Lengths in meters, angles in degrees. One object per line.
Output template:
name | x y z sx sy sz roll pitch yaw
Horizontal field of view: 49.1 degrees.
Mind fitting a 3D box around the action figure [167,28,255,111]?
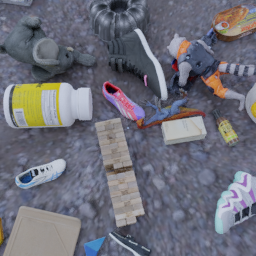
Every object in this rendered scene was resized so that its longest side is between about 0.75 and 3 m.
action figure | 2.554 -2.141 8.513 2.762 1.494 2.855 26 71 4

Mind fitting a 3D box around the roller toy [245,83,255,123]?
roller toy | 4.363 -0.850 8.092 1.767 1.235 1.612 5 67 2

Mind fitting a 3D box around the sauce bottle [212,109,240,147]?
sauce bottle | 2.834 -0.022 8.226 0.371 0.371 1.147 -22 69 -9

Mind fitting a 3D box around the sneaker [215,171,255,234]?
sneaker | 3.016 1.869 6.660 1.421 0.790 2.031 13 41 36

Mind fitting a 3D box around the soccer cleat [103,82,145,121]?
soccer cleat | -0.156 -0.795 8.407 1.586 0.607 0.529 40 75 17

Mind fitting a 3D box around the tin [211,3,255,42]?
tin | 3.825 -3.663 9.740 1.965 0.411 1.100 -23 65 -9

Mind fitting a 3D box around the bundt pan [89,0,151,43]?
bundt pan | -0.293 -4.009 9.632 2.239 0.840 2.239 0 67 -1

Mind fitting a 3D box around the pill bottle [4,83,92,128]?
pill bottle | -2.196 -0.646 8.003 2.261 1.259 1.259 -1 67 -2

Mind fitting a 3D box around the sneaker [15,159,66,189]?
sneaker | -2.353 1.236 7.628 1.401 0.508 0.504 -24 68 -11

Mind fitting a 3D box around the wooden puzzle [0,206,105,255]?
wooden puzzle | -2.202 3.022 7.000 2.930 0.343 1.977 17 73 7

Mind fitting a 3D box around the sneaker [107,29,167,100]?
sneaker | 0.193 -1.813 8.694 1.376 0.981 2.775 -20 64 -6

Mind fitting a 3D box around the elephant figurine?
elephant figurine | -2.480 -2.234 8.647 2.269 1.605 1.760 43 102 0

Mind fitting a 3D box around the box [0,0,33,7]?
box | -4.632 -5.556 9.951 2.454 1.408 1.622 9 68 4

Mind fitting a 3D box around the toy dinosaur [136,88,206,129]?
toy dinosaur | 1.117 -0.391 8.168 1.836 0.964 1.666 42 90 5

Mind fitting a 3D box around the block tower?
block tower | -0.234 1.160 7.524 0.746 0.799 2.762 -12 70 -5

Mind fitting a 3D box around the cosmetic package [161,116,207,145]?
cosmetic package | 1.608 0.077 8.146 1.164 0.425 0.603 -10 66 -3

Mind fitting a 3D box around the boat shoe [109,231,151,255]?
boat shoe | 0.056 2.879 7.009 1.129 0.427 0.341 35 72 1
